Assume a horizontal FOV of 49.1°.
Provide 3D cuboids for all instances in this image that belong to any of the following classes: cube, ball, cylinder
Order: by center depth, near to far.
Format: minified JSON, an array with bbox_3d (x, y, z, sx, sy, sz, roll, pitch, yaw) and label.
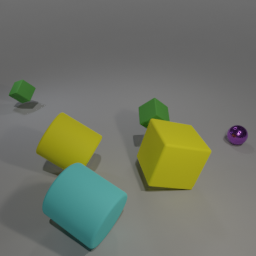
[{"bbox_3d":[-0.959,1.737,6.407,1.400,1.400,1.400,30,39,17],"label":"cylinder"},{"bbox_3d":[1.245,0.745,8.050,1.400,1.400,1.400,9,28,-19],"label":"cube"},{"bbox_3d":[-1.690,0.485,8.156,1.400,1.400,1.400,32,32,-5],"label":"cylinder"},{"bbox_3d":[0.832,-0.403,8.943,0.700,0.700,0.700,-29,47,33],"label":"cube"},{"bbox_3d":[3.880,0.246,9.933,0.700,0.700,0.700,0,31,0],"label":"ball"},{"bbox_3d":[-4.595,-1.580,12.166,0.700,0.700,0.700,-6,60,40],"label":"cube"}]
